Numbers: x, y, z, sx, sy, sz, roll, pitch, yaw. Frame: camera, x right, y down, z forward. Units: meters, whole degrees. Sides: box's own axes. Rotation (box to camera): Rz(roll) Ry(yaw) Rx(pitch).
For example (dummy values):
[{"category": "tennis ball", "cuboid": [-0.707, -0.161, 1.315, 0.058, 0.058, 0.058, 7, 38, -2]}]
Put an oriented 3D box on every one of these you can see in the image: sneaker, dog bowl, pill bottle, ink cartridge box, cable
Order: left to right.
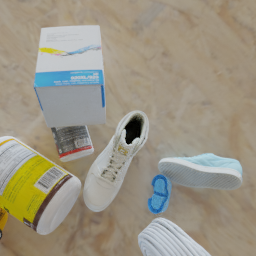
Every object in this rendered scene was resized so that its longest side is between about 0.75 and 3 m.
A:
[{"category": "pill bottle", "cuboid": [-2.500, 1.150, 6.423, 2.620, 1.431, 1.431, 30, 85, 10]}, {"category": "pill bottle", "cuboid": [-1.441, 0.021, 6.902, 0.859, 0.859, 1.482, -17, 83, -2]}, {"category": "ink cartridge box", "cuboid": [-1.164, -1.125, 6.046, 1.296, 1.319, 1.791, -4, 56, -4]}, {"category": "sneaker", "cuboid": [-0.298, 0.691, 6.337, 0.892, 1.399, 2.420, 26, 71, 1]}, {"category": "dog bowl", "cuboid": [0.801, 1.634, 6.916, 0.236, 0.531, 0.952, 18, 80, -40]}, {"category": "cable", "cuboid": [1.129, 3.002, 5.829, 0.800, 2.311, 2.311, -33, 53, -20]}, {"category": "sneaker", "cuboid": [1.778, 0.980, 6.932, 1.995, 0.817, 0.737, 9, 126, 21]}]

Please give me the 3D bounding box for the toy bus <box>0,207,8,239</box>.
[{"category": "toy bus", "cuboid": [-3.418, 2.580, 6.217, 0.595, 1.829, 0.716, -12, 123, 21]}]
